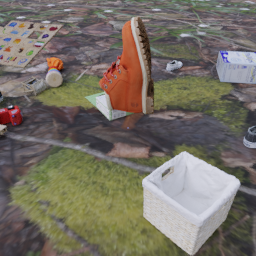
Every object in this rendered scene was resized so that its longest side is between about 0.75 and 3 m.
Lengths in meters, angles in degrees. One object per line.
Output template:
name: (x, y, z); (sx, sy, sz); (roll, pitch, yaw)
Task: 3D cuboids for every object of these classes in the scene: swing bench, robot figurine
swing bench: (-4.114, -1.855, 12.314); (0.777, 0.504, 0.773); (14, 35, 20)
robot figurine: (-3.742, -3.295, 14.362); (0.767, 0.622, 1.066); (-17, 27, -31)

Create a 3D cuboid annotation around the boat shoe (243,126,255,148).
boat shoe: (4.592, 0.036, 9.215); (1.946, 0.665, 0.719); (-15, 36, -21)

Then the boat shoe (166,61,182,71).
boat shoe: (2.483, -3.338, 14.700); (0.442, 0.401, 1.202); (25, 40, 33)

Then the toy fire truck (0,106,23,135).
toy fire truck: (-4.571, -0.063, 9.517); (2.091, 0.510, 1.475); (-18, 37, -27)

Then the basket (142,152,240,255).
basket: (1.352, 1.608, 6.232); (1.547, 1.255, 1.561); (-28, 41, -36)

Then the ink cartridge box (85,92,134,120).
ink cartridge box: (-0.548, -1.210, 11.309); (1.681, 0.554, 2.311); (-19, 39, -26)

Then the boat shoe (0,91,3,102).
boat shoe: (-5.566, -1.149, 10.946); (0.610, 0.783, 1.725); (5, 33, 7)

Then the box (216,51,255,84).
box: (5.411, -2.962, 13.557); (1.915, 1.005, 1.762); (5, 34, 7)

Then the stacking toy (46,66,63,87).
stacking toy: (-3.504, -2.553, 13.251); (0.749, 0.749, 1.756); (-8, 30, -12)

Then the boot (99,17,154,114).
boot: (-0.094, -1.433, 7.183); (1.490, 2.780, 1.043); (1, 46, 8)

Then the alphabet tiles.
alphabet tiles: (-2.860, -2.138, 6.922); (2.000, 0.075, 1.671); (13, 55, 21)
